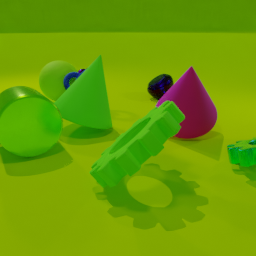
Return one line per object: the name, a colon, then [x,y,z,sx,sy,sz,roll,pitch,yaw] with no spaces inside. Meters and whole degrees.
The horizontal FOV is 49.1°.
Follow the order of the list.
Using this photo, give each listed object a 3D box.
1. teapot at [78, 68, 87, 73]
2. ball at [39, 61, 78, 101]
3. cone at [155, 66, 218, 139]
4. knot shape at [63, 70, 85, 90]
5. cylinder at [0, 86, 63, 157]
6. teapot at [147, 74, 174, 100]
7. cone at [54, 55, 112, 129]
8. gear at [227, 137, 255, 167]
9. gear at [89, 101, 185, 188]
teapot: [-1.883,-2.127,11.656,0.557,0.707,1.137,5,55,45]
ball: [-2.186,-1.499,9.000,1.304,1.304,1.304,0,20,0]
cone: [1.290,-0.771,5.998,1.455,1.461,1.455,-3,54,4]
knot shape: [-1.319,-1.387,8.449,1.062,0.994,0.491,33,14,-30]
cylinder: [-2.058,-0.173,5.639,1.201,1.201,1.201,-11,20,-27]
teapot: [1.165,-1.384,9.652,0.960,0.756,1.544,-32,23,12]
cone: [-0.873,-0.975,6.615,1.535,1.541,1.535,18,13,-4]
gear: [2.546,0.351,4.878,1.527,0.282,1.527,-11,2,0]
gear: [0.126,0.232,4.424,1.672,0.309,1.672,-41,7,6]
